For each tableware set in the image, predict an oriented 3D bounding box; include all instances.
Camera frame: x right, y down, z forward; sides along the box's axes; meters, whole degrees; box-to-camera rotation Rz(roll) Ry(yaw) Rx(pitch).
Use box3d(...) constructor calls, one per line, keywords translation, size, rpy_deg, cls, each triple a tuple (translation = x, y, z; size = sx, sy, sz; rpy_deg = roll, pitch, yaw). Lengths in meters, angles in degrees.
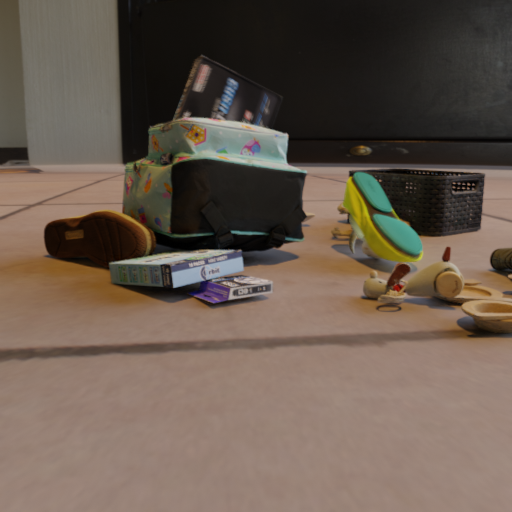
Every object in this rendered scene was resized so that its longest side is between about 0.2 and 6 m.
box3d(translation=(3.365, 0.570, 6.919), size=(2.035, 0.283, 2.436), rpy_deg=(0, 12, 0), cls="tableware set")

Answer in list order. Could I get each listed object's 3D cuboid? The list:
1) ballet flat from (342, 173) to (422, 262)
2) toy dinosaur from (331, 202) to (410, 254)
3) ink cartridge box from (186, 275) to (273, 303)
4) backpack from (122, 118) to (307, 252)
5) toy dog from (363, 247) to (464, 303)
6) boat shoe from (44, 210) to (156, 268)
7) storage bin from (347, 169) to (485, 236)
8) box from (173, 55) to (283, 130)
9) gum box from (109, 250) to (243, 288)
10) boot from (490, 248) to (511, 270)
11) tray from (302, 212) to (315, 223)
box3d(translation=(2.166, -0.496, 10.054), size=(0.897, 0.900, 2.684), rpy_deg=(11, 34, -21), cls="ballet flat")
box3d(translation=(2.277, -0.667, 11.683), size=(1.343, 0.773, 2.656), rpy_deg=(12, 16, 39), cls="toy dinosaur")
box3d(translation=(-0.377, 0.433, 7.629), size=(0.904, 0.196, 0.895), rpy_deg=(-8, 9, -30), cls="ink cartridge box")
box3d(translation=(-0.976, -1.252, 10.406), size=(2.830, 2.468, 3.220), rpy_deg=(-4, 0, -37), cls="backpack")
box3d(translation=(2.097, 0.225, 7.336), size=(1.324, 0.638, 0.873), rpy_deg=(-4, 1, -4), cls="toy dog")
box3d(translation=(-2.568, -0.356, 9.755), size=(2.600, 0.960, 0.962), rpy_deg=(8, 10, 36), cls="boat shoe")
box3d(translation=(3.820, -1.385, 13.677), size=(1.964, 1.362, 2.905), rpy_deg=(-8, 15, -34), cls="storage bin")
box3d(translation=(-0.692, -2.891, 12.057), size=(2.029, 2.044, 0.508), rpy_deg=(22, -2, -24), cls="box")
box3d(translation=(-1.179, 0.169, 8.209), size=(1.530, 0.341, 1.300), rpy_deg=(-1, 8, 44), cls="gum box")
box3d(translation=(4.864, 0.036, 8.635), size=(2.107, 0.713, 1.376), rpy_deg=(1, 6, -1), cls="boot")
box3d(translation=(-0.152, -0.846, 13.583), size=(2.925, 0.324, 1.570), rpy_deg=(-8, 13, -33), cls="tray")
